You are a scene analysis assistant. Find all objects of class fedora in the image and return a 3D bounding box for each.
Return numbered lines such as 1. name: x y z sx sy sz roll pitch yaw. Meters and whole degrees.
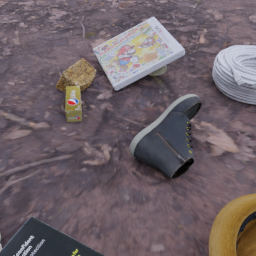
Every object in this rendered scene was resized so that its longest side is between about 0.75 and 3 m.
1. fedora: 2.590 2.450 4.899 2.625 1.070 2.625 -1 44 1

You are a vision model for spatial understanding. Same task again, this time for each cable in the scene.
1. cable: 4.606 -2.004 10.110 2.984 1.033 2.984 -8 40 -10

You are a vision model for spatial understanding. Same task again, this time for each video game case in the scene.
1. video game case: 0.299 -2.913 10.643 2.835 0.324 2.580 -28 52 1

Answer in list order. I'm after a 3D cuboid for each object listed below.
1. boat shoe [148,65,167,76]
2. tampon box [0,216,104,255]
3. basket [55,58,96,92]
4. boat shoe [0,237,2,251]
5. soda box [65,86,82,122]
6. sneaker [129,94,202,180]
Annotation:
1. boat shoe: 0.593 -2.542 11.017 2.002 0.713 0.626 9 40 18
2. tampon box: -0.725 3.003 3.691 2.831 1.787 2.122 19 44 21
3. basket: -1.846 -1.751 10.288 0.908 0.948 1.273 42 48 -3
4. boat shoe: -2.623 2.472 5.306 0.581 0.511 1.633 -16 44 -20
5. soda box: -1.779 -0.815 9.154 0.481 0.455 1.421 -5 41 -7
6. sneaker: 1.484 0.230 7.657 1.471 1.035 2.768 36 61 28
